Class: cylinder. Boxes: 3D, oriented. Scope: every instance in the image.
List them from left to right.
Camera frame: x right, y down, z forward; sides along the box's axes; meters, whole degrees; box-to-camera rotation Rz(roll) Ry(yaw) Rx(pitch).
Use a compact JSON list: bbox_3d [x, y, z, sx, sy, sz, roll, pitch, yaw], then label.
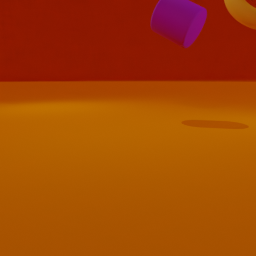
[{"bbox_3d":[1.644,-3.505,9.142,1.321,1.321,1.321,36,23,18],"label":"cylinder"}]

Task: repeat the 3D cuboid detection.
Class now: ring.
[{"bbox_3d":[2.974,-2.811,5.935,1.826,1.826,0.365,1,-23,5],"label":"ring"}]
